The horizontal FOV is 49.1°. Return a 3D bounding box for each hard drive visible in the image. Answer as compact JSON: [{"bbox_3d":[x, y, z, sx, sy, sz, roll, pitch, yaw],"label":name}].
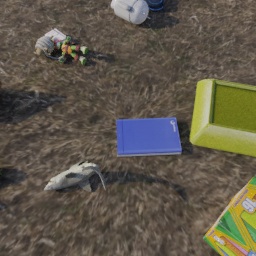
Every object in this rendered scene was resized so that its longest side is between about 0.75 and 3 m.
[{"bbox_3d":[0.674,0.287,9.543,2.091,0.265,1.380,-2,56,-2],"label":"hard drive"}]

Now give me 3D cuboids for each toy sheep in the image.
[{"bbox_3d":[-3.447,-3.478,11.780,0.797,0.797,1.156,22,61,14],"label":"toy sheep"}]

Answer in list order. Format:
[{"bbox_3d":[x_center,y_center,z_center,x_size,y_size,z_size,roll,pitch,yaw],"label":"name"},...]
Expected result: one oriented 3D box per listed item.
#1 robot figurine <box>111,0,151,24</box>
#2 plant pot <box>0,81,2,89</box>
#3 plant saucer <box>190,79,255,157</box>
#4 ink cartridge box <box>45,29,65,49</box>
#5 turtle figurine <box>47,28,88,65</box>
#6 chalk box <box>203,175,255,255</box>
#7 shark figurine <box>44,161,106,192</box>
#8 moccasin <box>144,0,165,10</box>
[{"bbox_3d":[0.140,-5.498,12.900,1.929,1.089,1.636,33,29,20],"label":"robot figurine"},{"bbox_3d":[-5.546,-1.171,9.870,1.739,1.739,1.516,8,75,6],"label":"plant pot"},{"bbox_3d":[3.858,-0.565,9.843,2.984,0.714,2.979,11,57,8],"label":"plant saucer"},{"bbox_3d":[-3.213,-3.981,12.342,1.044,0.352,0.608,38,64,22],"label":"ink cartridge box"},{"bbox_3d":[-2.436,-3.114,11.359,1.404,1.448,1.042,21,89,7],"label":"turtle figurine"},{"bbox_3d":[3.653,2.917,6.898,2.823,1.750,1.762,38,65,23],"label":"chalk box"},{"bbox_3d":[-1.253,1.499,8.277,1.362,2.279,0.951,-35,101,-52],"label":"shark figurine"},{"bbox_3d":[1.015,-6.950,13.968,1.103,0.935,2.742,-16,58,-10],"label":"moccasin"}]
